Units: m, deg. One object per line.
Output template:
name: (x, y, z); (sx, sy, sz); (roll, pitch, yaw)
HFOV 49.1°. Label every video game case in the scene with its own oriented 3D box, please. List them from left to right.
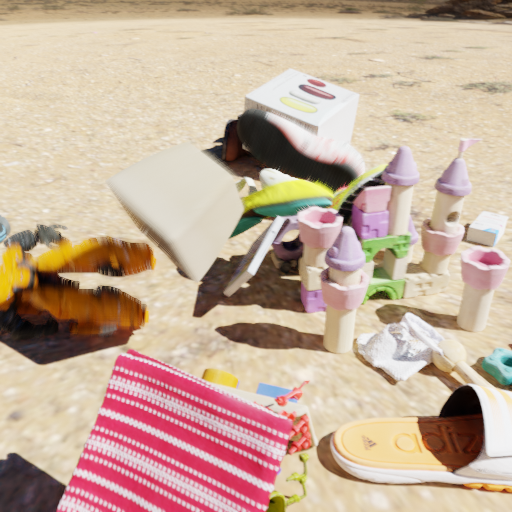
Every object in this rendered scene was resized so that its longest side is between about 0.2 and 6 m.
video game case: (-0.050, 0.032, 8.924); (0.134, 1.214, 1.105); (33, 62, -7)

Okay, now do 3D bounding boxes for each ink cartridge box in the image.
ink cartridge box: (4.629, -0.545, 11.180); (0.537, 0.316, 0.932); (19, 34, 31)

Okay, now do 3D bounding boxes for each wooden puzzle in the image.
wooden puzzle: (-0.053, 1.633, 6.156); (1.431, 1.545, 0.358); (10, 64, 17)

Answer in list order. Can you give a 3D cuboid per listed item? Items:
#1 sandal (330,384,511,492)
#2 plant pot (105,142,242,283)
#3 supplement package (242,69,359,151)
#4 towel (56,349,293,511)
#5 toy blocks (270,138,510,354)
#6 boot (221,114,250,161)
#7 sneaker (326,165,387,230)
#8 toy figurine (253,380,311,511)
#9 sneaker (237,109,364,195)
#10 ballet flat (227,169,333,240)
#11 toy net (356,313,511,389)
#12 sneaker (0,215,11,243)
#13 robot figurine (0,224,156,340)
sandal: (2.282, 1.936, 6.169); (2.870, 0.822, 1.099); (-2, 29, -3)
plant pot: (-0.916, -0.653, 7.232); (1.290, 1.292, 1.144); (40, 76, 24)
supplement package: (1.120, -3.439, 14.370); (2.147, 1.579, 2.054); (28, 50, 22)
towel: (-0.928, 2.221, 4.568); (1.834, 2.536, 0.285); (17, -11, 28)
toy blocks: (1.906, -0.524, 8.772); (2.898, 2.610, 3.101); (-7, 30, -12)
boot: (0.635, -3.031, 15.454); (2.908, 0.996, 2.738); (14, 25, 9)
sneaker: (1.617, -0.904, 9.431); (0.826, 2.113, 0.954); (19, 49, -20)
toy figurine: (-0.125, 1.820, 5.464); (1.021, 1.704, 0.899); (20, 38, 33)
sneaker: (1.011, -2.224, 11.870); (2.824, 0.943, 1.514); (30, 25, 8)
ballet flat: (0.075, -0.962, 9.478); (2.671, 0.895, 0.892); (-16, -14, 41)
toy net: (3.202, 1.250, 7.554); (3.583, 0.692, 1.879); (12, 31, 22)
sneaker: (-5.762, -0.460, 10.625); (1.935, 0.708, 0.792); (-3, 29, -5)
robot figurine: (-2.826, 0.428, 8.469); (2.479, 0.722, 1.797); (1, 72, 10)
